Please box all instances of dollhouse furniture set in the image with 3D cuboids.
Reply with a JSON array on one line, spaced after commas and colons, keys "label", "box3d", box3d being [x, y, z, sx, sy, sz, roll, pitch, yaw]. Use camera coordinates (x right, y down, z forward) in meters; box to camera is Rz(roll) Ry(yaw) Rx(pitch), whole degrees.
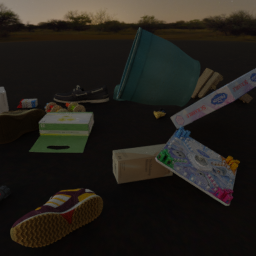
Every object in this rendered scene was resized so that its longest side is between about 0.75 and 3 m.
[{"label": "dollhouse furniture set", "box3d": [4.671, -1.658, 14.449, 2.069, 1.685, 1.967, 31, 15, -19]}]

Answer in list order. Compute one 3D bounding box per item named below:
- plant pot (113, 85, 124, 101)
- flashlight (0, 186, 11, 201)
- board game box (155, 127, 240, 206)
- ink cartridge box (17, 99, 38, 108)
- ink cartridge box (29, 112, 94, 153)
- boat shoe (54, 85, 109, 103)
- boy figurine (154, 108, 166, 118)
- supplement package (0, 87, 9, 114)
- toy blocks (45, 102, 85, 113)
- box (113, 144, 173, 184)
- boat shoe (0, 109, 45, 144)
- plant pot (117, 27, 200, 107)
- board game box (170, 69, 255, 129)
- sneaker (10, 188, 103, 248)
[{"label": "plant pot", "box3d": [-0.338, -1.873, 14.545, 0.860, 0.690, 0.860, -1, 22, 0]}, {"label": "flashlight", "box3d": [-3.141, 1.660, 6.483, 0.310, 0.308, 0.911, 3, 24, 15]}, {"label": "board game box", "box3d": [1.939, 0.862, 7.425, 2.021, 0.261, 2.021, 33, 31, 11]}, {"label": "ink cartridge box", "box3d": [-4.816, -1.176, 13.356, 0.886, 0.298, 0.515, -3, 22, -5]}, {"label": "ink cartridge box", "box3d": [-2.289, 0.069, 10.022, 1.818, 0.599, 2.499, 1, 21, 1]}, {"label": "boat shoe", "box3d": [-2.337, -1.760, 14.029, 2.747, 0.862, 0.998, -1, 22, -2]}, {"label": "boy figurine", "box3d": [1.344, -0.642, 12.117, 0.529, 0.274, 0.850, 13, 23, 23]}, {"label": "supplement package", "box3d": [-6.177, -1.065, 12.057, 1.795, 1.088, 1.075, -11, 25, -25]}, {"label": "toy blocks", "box3d": [-2.807, -0.831, 12.145, 1.352, 0.589, 1.622, -17, 28, -34]}, {"label": "box", "box3d": [0.408, 0.954, 7.628, 1.572, 0.747, 0.611, -7, 25, -14]}, {"label": "boat shoe", "box3d": [-4.255, -0.094, 10.020, 0.900, 0.994, 2.789, 5, 14, 31]}, {"label": "plant pot", "box3d": [1.145, -1.952, 10.211, 2.467, 2.625, 2.625, 17, 21, -7]}, {"label": "board game box", "box3d": [3.372, -1.127, 10.305, 2.764, 0.569, 2.757, -28, -3, -36]}, {"label": "sneaker", "box3d": [-1.505, 1.778, 5.811, 1.921, 0.720, 0.866, -10, 16, -38]}]
